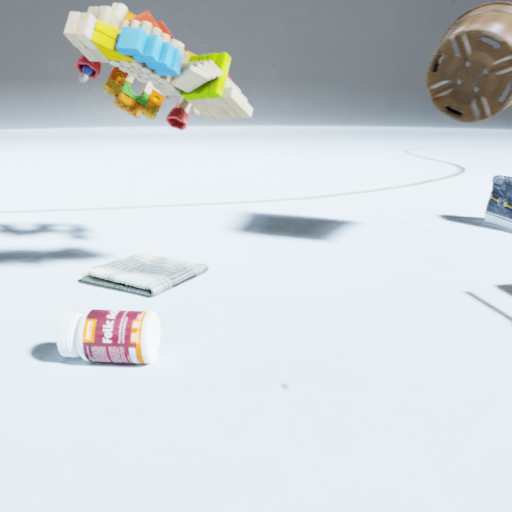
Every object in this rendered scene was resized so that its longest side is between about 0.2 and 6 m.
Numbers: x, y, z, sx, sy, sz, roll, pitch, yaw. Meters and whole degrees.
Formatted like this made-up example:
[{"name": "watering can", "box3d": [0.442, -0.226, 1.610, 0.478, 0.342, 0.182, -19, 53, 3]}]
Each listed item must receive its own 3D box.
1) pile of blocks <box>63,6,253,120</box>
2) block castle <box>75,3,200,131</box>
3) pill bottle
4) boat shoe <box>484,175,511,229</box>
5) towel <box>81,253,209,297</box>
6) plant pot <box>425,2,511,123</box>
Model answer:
[{"name": "pile of blocks", "box3d": [-1.059, -2.574, 7.061, 2.518, 0.782, 1.034, 19, -13, -35]}, {"name": "block castle", "box3d": [-1.726, -2.825, 8.832, 2.011, 0.943, 1.343, 27, -21, -25]}, {"name": "pill bottle", "box3d": [-1.498, 0.817, 5.730, 0.937, 0.535, 0.535, 1, 16, 4]}, {"name": "boat shoe", "box3d": [5.458, -1.000, 11.111, 0.797, 1.022, 2.252, -7, 17, -22]}, {"name": "towel", "box3d": [-1.649, 0.209, 8.351, 1.442, 0.249, 1.388, 8, 18, 29]}, {"name": "plant pot", "box3d": [3.717, -3.117, 9.251, 1.881, 1.881, 1.862, 9, 29, 29]}]
